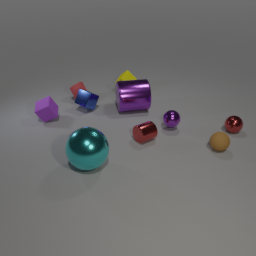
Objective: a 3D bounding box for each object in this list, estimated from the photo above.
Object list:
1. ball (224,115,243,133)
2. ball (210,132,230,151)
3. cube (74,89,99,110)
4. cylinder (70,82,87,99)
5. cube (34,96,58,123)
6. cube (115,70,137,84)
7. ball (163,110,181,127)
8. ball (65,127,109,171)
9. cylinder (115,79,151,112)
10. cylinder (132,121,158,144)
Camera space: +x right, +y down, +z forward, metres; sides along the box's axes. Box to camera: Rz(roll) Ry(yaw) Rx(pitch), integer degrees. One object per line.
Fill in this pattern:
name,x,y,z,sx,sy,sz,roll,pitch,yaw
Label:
ball,4.213,-0.151,11.151,0.700,0.700,0.700,0,30,0
ball,3.286,0.480,10.018,0.700,0.700,0.700,0,30,0
cube,-1.857,-1.305,12.698,0.700,0.700,0.700,25,8,28
cylinder,-2.368,-1.788,13.650,0.700,0.700,0.700,-30,4,2
cube,-3.451,-0.793,11.899,0.700,0.700,0.700,-22,45,11
cube,-0.110,-2.451,14.613,0.700,0.700,0.700,-17,36,58
ball,1.757,-0.374,11.252,0.700,0.700,0.700,0,30,0
ball,-1.302,0.662,9.009,1.400,1.400,1.400,0,30,0
cylinder,0.217,-1.469,12.701,1.400,1.400,1.400,-6,31,-9
cylinder,0.642,0.156,10.604,0.700,0.700,0.700,-20,35,-31
